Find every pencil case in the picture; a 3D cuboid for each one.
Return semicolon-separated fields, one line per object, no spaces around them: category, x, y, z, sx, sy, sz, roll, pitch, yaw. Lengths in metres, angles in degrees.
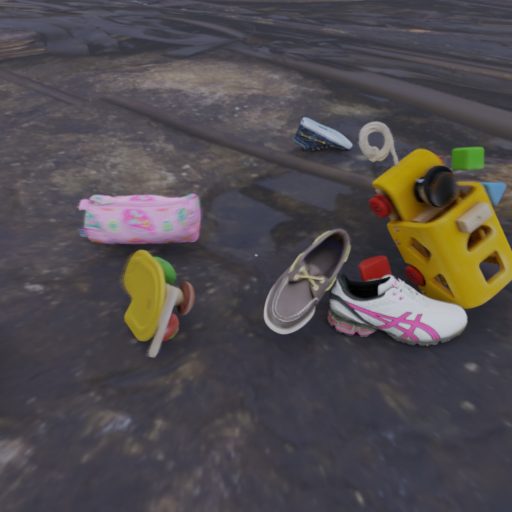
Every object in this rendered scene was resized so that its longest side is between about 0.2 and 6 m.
pencil case;-2.153;-0.705;10.519;2.194;0.959;0.959;2;34;10

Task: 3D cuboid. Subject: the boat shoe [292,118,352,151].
boat shoe;1.722;-3.009;14.687;1.516;0.688;0.536;23;31;-14

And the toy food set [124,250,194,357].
toy food set;-1.441;0.692;8.608;0.681;1.227;2.085;10;15;-31

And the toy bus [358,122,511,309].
toy bus;2.975;-0.567;8.795;2.829;2.669;1.462;9;4;-24

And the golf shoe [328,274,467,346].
golf shoe;2.187;0.793;8.596;2.124;0.978;0.771;5;36;5

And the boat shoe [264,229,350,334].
boat shoe;0.813;0.331;8.531;0.748;0.619;2.081;36;49;10
